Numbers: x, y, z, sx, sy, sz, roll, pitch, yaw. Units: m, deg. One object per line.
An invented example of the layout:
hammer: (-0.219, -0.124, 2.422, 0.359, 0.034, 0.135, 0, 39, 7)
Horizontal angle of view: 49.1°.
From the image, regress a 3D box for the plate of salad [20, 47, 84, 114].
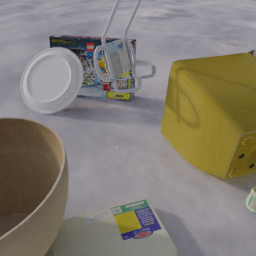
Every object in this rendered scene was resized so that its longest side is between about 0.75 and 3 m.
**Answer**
plate of salad: (-2.559, -1.596, 9.516, 2.391, 2.391, 0.574, 12, -9, 19)

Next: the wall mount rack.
wall mount rack: (0.015, -2.276, 7.308, 1.023, 2.384, 2.744, -5, 20, 22)

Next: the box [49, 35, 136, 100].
box: (-1.234, -2.168, 9.992, 2.988, 2.041, 0.563, 7, 26, 11)

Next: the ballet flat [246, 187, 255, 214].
ballet flat: (3.310, 1.303, 5.802, 1.892, 0.590, 0.638, -13, 29, -20)

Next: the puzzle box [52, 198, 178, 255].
puzzle box: (-0.300, 2.016, 4.982, 2.003, 0.255, 1.333, -10, 33, -16)

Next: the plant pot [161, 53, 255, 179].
plant pot: (2.404, -0.159, 6.770, 2.297, 2.312, 2.365, -10, 42, -16)

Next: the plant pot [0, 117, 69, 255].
plant pot: (-2.171, 1.359, 4.402, 2.785, 1.870, 2.785, -4, 36, 3)

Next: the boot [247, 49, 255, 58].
boot: (5.055, -2.570, 11.646, 1.630, 0.792, 2.165, -4, -11, 44)
